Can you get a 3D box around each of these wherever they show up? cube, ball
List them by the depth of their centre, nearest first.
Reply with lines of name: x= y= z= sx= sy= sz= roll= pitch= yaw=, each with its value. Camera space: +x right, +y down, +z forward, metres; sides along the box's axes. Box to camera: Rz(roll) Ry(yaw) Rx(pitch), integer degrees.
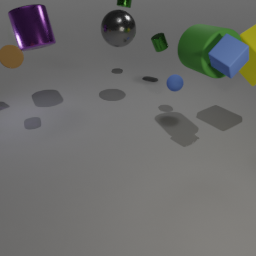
cube: x=2.643 y=-1.870 z=7.334 sx=0.700 sy=0.700 sz=0.700 roll=-48 pitch=62 yaw=4
cube: x=4.414 y=-2.514 z=9.182 sx=1.400 sy=1.400 sz=1.400 roll=-33 pitch=75 yaw=-8
ball: x=-0.376 y=-3.906 z=11.029 sx=1.400 sy=1.400 sz=1.400 roll=0 pitch=31 yaw=0
ball: x=1.947 y=-1.864 z=11.611 sx=0.700 sy=0.700 sz=0.700 roll=0 pitch=31 yaw=0

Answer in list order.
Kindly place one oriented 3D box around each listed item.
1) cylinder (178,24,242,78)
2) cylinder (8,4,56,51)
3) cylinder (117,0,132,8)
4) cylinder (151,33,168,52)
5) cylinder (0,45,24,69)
cylinder: x=2.445 y=-2.354 z=8.495 sx=1.400 sy=1.400 sz=1.400 roll=-11 pitch=28 yaw=-18
cylinder: x=-3.606 y=-3.760 z=10.595 sx=1.400 sy=1.400 sz=1.400 roll=-13 pitch=15 yaw=4
cylinder: x=-0.159 y=-6.199 z=13.455 sx=0.700 sy=0.700 sz=0.700 roll=9 pitch=20 yaw=-3
cylinder: x=1.591 y=-4.297 z=14.063 sx=0.700 sy=0.700 sz=0.700 roll=-20 pitch=35 yaw=14
cylinder: x=-3.633 y=-2.225 z=8.747 sx=0.700 sy=0.700 sz=0.700 roll=-11 pitch=17 yaw=-17
